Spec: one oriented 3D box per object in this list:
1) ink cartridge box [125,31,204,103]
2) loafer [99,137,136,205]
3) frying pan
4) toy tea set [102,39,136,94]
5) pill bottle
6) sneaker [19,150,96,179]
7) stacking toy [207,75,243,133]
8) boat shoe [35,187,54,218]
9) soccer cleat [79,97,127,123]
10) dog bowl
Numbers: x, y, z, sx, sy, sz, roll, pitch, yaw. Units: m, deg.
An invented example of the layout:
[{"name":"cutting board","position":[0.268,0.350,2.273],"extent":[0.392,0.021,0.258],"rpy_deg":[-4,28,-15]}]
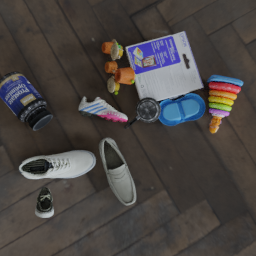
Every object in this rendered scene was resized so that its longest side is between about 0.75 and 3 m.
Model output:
[{"name":"ink cartridge box","position":[1.427,-2.362,11.284],"extent":[2.535,0.550,2.511],"rpy_deg":[-16,82,0]},{"name":"loafer","position":[-0.435,1.636,10.538],"extent":[0.939,0.937,2.686],"rpy_deg":[-25,83,-3]},{"name":"frying pan","position":[0.465,-0.613,10.899],"extent":[1.646,0.268,0.995],"rpy_deg":[-15,93,14]},{"name":"toy tea set","position":[-0.326,-2.542,11.123],"extent":[0.841,1.351,2.271],"rpy_deg":[-5,81,-32]},{"name":"pill bottle","position":[-3.948,-1.005,10.779],"extent":[1.215,1.215,2.173],"rpy_deg":[-41,84,-5]},{"name":"sneaker","position":[-2.646,1.452,10.526],"extent":[2.859,1.012,1.044],"rpy_deg":[-12,82,-2]},{"name":"stacking toy","position":[3.578,-0.864,10.906],"extent":[1.211,1.281,2.207],"rpy_deg":[12,93,3]},{"name":"boat shoe","position":[-2.734,2.387,9.114],"extent":[0.556,1.574,0.501],"rpy_deg":[1,100,-21]},{"name":"soccer cleat","position":[-0.949,-0.755,11.001],"extent":[1.982,0.692,0.856],"rpy_deg":[11,82,2]},{"name":"dog bowl","position":[2.072,-0.688,11.105],"extent":[1.906,0.473,1.063],"rpy_deg":[-15,82,-2]}]
